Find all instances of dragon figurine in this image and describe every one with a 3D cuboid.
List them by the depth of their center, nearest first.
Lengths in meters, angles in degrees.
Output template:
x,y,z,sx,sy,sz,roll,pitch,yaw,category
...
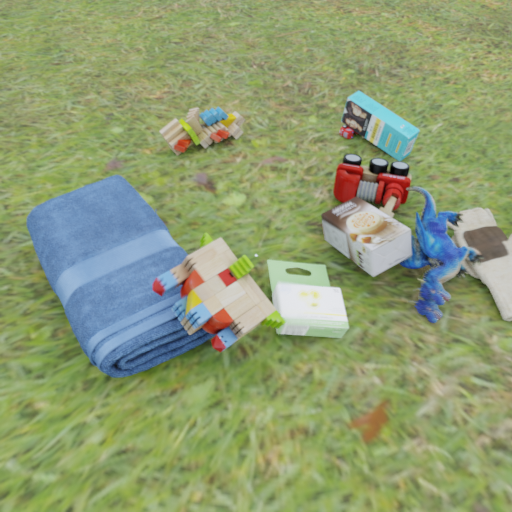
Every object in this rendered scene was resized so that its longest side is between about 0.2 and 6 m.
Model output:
x,y,z,sx,sy,sz,roll,pitch,yaw,category
3.129,-0.254,10.324,1.462,0.865,2.941,-4,63,-24,dragon figurine

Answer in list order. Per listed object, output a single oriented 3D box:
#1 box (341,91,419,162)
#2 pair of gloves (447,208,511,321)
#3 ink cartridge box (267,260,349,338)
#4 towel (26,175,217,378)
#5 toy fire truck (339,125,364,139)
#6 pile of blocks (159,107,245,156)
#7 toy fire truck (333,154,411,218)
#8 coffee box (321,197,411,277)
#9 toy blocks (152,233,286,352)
x,y,z,sx,sy,sz,roll,pitch,yaw,category
2.943,-3.121,13.437,1.851,0.762,0.455,40,59,22,box
5.361,-0.115,10.729,3.047,0.534,2.591,-18,53,-8,pair of gloves
0.875,0.641,9.864,1.200,0.396,1.649,6,49,-14,ink cartridge box
-2.477,0.250,10.082,2.322,1.010,4.160,-24,50,-22,towel
2.673,-3.126,14.022,1.010,0.246,0.712,-27,52,-24,toy fire truck
-1.165,-3.046,13.474,2.214,0.909,0.688,-24,50,-23,pile of blocks
2.333,-1.175,11.629,1.557,1.138,1.768,12,36,11,toy fire truck
2.021,-0.396,10.443,0.904,0.630,1.580,-27,38,-17,coffee box
-0.673,0.666,8.632,1.332,0.974,1.949,-32,80,-36,toy blocks
